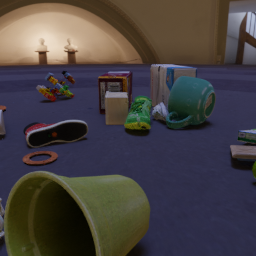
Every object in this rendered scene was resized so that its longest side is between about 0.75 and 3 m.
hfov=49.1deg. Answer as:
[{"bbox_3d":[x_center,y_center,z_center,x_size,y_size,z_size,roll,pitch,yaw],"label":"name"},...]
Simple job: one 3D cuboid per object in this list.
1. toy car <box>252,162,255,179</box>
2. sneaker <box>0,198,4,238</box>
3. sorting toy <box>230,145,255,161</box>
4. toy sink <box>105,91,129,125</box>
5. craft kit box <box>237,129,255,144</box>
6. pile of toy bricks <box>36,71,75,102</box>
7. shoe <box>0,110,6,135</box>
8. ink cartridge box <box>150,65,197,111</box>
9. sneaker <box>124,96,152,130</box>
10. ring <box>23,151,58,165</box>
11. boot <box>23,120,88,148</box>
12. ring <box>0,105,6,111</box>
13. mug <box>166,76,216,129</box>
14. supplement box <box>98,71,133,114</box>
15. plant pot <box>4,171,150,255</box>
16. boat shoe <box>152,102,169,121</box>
[{"bbox_3d":[3.516,0.252,4.861,1.821,2.307,1.895,-3,16,-10],"label":"toy car"},{"bbox_3d":[-2.132,1.413,3.704,0.862,0.757,2.152,-2,15,-19],"label":"sneaker"},{"bbox_3d":[3.549,0.683,6.880,1.907,0.281,1.409,3,5,17],"label":"sorting toy"},{"bbox_3d":[-0.411,-0.829,10.913,0.893,1.039,1.594,-1,15,-3],"label":"toy sink"},{"bbox_3d":[4.025,0.284,7.842,1.421,0.345,1.403,10,11,41],"label":"craft kit box"},{"bbox_3d":[-3.597,-2.156,15.495,1.399,1.572,2.833,42,11,4],"label":"pile of toy bricks"},{"bbox_3d":[-4.662,-0.190,9.308,0.985,0.773,2.165,-9,13,-23],"label":"shoe"},{"bbox_3d":[1.938,-1.794,12.553,1.148,1.972,2.727,-4,17,-13],"label":"ink cartridge box"},{"bbox_3d":[0.381,-0.590,10.024,0.940,1.060,2.537,2,17,4],"label":"sneaker"},{"bbox_3d":[-2.224,0.767,7.120,0.853,0.082,0.853,-1,16,0],"label":"ring"},{"bbox_3d":[-2.255,0.027,8.709,1.844,0.668,1.330,-11,18,-23],"label":"boot"},{"bbox_3d":[-6.258,-0.784,12.357,1.647,0.158,1.647,1,16,0],"label":"ring"},{"bbox_3d":[2.351,-0.804,10.190,1.258,2.034,1.671,17,0,33],"label":"mug"},{"bbox_3d":[-0.508,-1.723,12.979,1.228,1.581,2.866,2,16,6],"label":"supplement box"},{"bbox_3d":[-0.476,1.194,3.525,1.534,1.534,1.411,11,9,34],"label":"plant pot"},{"bbox_3d":[1.256,-0.563,11.013,0.611,0.621,1.751,-26,18,7],"label":"boat shoe"}]
